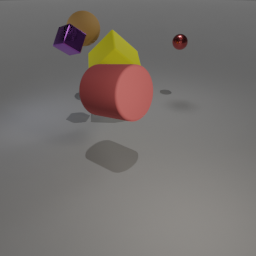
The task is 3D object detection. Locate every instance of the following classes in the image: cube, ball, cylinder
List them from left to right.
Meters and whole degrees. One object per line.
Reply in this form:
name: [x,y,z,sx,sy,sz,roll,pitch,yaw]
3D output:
cube: [-1.929,-2.900,9.250,0.700,0.700,0.700,6,-13,47]
ball: [-1.861,-4.142,11.686,1.400,1.400,1.400,0,28,0]
cube: [-0.516,-2.471,10.508,1.400,1.400,1.400,32,33,-35]
cylinder: [-0.303,-0.948,7.296,1.400,1.400,1.400,12,29,41]
ball: [2.379,-3.934,12.807,0.700,0.700,0.700,0,28,0]
